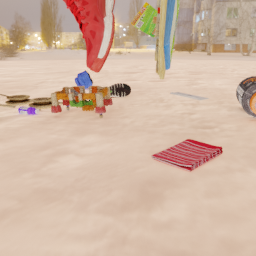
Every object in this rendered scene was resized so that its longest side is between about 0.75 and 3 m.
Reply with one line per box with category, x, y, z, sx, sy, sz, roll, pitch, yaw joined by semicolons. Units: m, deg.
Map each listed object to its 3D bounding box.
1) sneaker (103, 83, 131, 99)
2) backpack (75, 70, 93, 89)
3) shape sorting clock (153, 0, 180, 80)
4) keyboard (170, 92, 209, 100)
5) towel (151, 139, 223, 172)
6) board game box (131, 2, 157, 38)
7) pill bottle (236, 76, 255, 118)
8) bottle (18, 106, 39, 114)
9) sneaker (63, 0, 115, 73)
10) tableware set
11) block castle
sneaker;-0.833;-1.835;13.508;1.818;0.688;1.050;-8;16;-21
backpack;-2.492;-2.654;15.897;0.942;0.913;1.123;-33;25;-8
shape sorting clock;0.935;-2.757;7.234;0.582;2.968;2.968;9;18;10
keyboard;2.942;-1.565;13.623;0.590;0.112;2.095;-5;17;-33
towel;1.379;0.566;6.393;1.051;0.163;1.453;14;22;42
board game box;0.876;-4.151;10.920;0.292;0.929;1.945;48;23;19
pill bottle;4.645;-1.083;9.967;1.276;1.276;2.402;4;18;13
bottle;-3.600;-0.631;10.196;0.765;0.250;0.320;5;24;17
sneaker;-1.232;-2.815;6.941;1.682;2.912;1.141;10;-24;-19
tableware set;-4.107;-1.219;11.729;2.453;0.492;1.621;8;19;25
block castle;-1.636;-0.922;10.072;1.995;0.936;1.333;1;21;12
